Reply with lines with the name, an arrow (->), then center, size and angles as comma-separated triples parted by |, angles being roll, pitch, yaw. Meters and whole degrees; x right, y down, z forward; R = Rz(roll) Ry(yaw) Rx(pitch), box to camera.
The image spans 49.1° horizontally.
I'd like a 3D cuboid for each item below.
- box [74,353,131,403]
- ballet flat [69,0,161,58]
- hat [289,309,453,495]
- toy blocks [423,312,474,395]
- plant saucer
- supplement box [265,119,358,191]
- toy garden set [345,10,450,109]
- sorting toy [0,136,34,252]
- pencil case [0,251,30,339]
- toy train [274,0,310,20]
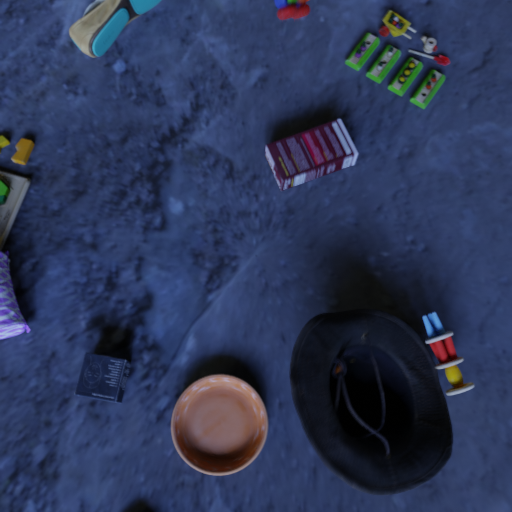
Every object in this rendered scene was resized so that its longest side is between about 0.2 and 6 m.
box -> -2.672, 2.143, 9.807 | 0.751, 0.465, 0.738 | 10, 72, 3
ballet flat -> -2.940, -5.491, 12.076 | 0.874, 0.952, 2.774 | 36, 75, 13
hat -> 1.619, 2.391, 9.082 | 3.176, 1.281, 3.176 | 17, 54, -24
toy blocks -> 2.942, 1.756, 9.658 | 1.137, 0.495, 1.364 | -25, 79, 27
plant saucer -> -0.625, 2.891, 9.649 | 1.651, 0.309, 1.651 | 0, 73, 0
supplement box -> 1.088, -2.010, 11.157 | 1.634, 0.497, 0.889 | -20, 72, -7
toy garden set -> 3.185, -4.311, 11.970 | 1.977, 0.395, 1.648 | 34, 75, 10
sorting toy -> -5.457, -1.342, 11.023 | 1.862, 0.335, 2.499 | 14, 72, 5
pencil case -> -4.700, 0.697, 10.210 | 0.706, 0.693, 1.651 | -7, 69, -39
toy train -> 1.260, -5.523, 11.297 | 1.435, 2.480, 1.050 | -8, 109, 25
